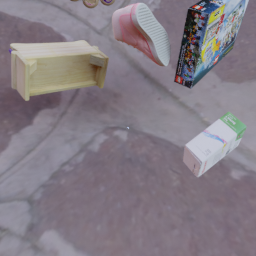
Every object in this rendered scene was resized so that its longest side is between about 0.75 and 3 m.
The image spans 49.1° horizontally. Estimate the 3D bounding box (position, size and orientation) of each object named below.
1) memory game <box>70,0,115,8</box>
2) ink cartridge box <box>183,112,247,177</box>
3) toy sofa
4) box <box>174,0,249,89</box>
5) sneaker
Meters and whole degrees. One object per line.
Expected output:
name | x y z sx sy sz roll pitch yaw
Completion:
memory game | -0.856 -4.058 6.878 2.246 2.246 0.143 -6 47 -3
ink cartridge box | 1.445 0.298 4.775 0.995 0.721 0.418 -35 62 -11
toy sofa | -1.608 -1.401 6.554 2.135 0.884 1.042 -17 46 -37
box | 1.997 -2.215 6.472 0.468 1.696 2.483 30 49 24
sneaker | 0.263 -1.848 5.713 0.826 1.579 0.594 8 69 37
